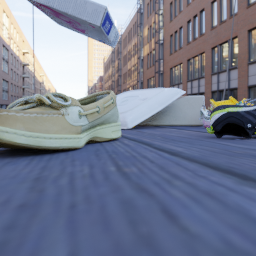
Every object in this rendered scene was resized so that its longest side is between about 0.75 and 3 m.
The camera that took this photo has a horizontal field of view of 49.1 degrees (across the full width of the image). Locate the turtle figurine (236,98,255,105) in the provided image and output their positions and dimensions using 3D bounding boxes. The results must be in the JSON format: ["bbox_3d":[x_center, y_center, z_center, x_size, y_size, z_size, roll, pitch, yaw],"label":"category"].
[{"bbox_3d":[2.756,-0.260,6.293,1.155,0.777,1.542,7,-3,-32],"label":"turtle figurine"}]

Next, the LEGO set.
[{"bbox_3d":[3.624,-0.283,9.203,2.660,0.990,1.223,5,37,1],"label":"LEGO set"}]

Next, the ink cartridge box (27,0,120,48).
[{"bbox_3d":[-1.583,-2.936,7.160,2.591,0.561,2.544,21,8,3],"label":"ink cartridge box"}]

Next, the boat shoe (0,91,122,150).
[{"bbox_3d":[-0.822,-0.186,3.729,0.963,0.831,2.640,1,3,25],"label":"boat shoe"}]

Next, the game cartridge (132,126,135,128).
[{"bbox_3d":[-0.285,-0.094,9.293,0.963,0.177,1.093,0,1,7],"label":"game cartridge"}]

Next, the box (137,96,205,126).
[{"bbox_3d":[1.550,-0.665,11.163,2.904,1.129,1.379,0,3,13],"label":"box"}]

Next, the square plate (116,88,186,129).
[{"bbox_3d":[-0.019,-0.775,9.610,2.929,0.421,2.957,2,27,47],"label":"square plate"}]

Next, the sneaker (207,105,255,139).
[{"bbox_3d":[2.180,-0.042,4.841,1.567,0.649,0.562,-4,-44,20],"label":"sneaker"}]
